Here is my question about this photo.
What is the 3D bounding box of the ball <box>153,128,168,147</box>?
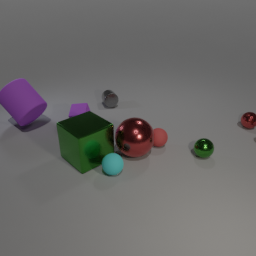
[{"bbox_3d":[1.136,0.349,10.471,0.700,0.700,0.700,0,30,0],"label":"ball"}]

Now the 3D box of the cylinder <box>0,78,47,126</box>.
[{"bbox_3d":[-4.281,-1.046,11.400,1.400,1.400,1.400,47,42,3],"label":"cylinder"}]

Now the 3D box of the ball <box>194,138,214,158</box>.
[{"bbox_3d":[2.667,0.707,9.849,0.700,0.700,0.700,0,30,0],"label":"ball"}]

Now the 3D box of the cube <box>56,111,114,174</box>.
[{"bbox_3d":[-1.436,0.438,9.636,1.400,1.400,1.400,-24,37,-36],"label":"cube"}]

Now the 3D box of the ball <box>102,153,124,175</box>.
[{"bbox_3d":[-0.493,1.163,9.022,0.700,0.700,0.700,0,30,0],"label":"ball"}]

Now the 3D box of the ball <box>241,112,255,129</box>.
[{"bbox_3d":[5.078,-0.325,11.695,0.700,0.700,0.700,0,30,0],"label":"ball"}]

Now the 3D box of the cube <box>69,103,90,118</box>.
[{"bbox_3d":[-1.986,-0.546,11.688,0.700,0.700,0.700,-4,50,10],"label":"cube"}]

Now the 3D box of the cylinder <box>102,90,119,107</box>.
[{"bbox_3d":[-0.876,-1.430,13.569,0.700,0.700,0.700,-8,24,-14],"label":"cylinder"}]

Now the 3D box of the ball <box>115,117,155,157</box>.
[{"bbox_3d":[0.239,0.327,9.822,1.400,1.400,1.400,0,30,0],"label":"ball"}]
